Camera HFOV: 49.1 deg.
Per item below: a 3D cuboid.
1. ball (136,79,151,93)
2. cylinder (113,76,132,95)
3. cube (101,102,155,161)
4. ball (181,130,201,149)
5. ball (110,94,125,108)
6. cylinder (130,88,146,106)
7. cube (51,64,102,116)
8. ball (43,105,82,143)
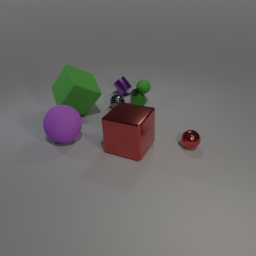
[{"bbox_3d":[0.750,-2.008,13.535,0.700,0.700,0.700,0,29,0],"label":"ball"},{"bbox_3d":[-0.278,-2.173,14.342,0.700,0.700,0.700,51,41,-1],"label":"cylinder"},{"bbox_3d":[0.056,0.075,9.827,1.400,1.400,1.400,12,33,23],"label":"cube"},{"bbox_3d":[2.250,0.407,10.045,0.700,0.700,0.700,0,29,0],"label":"ball"},{"bbox_3d":[-0.499,-1.220,13.003,0.700,0.700,0.700,0,29,0],"label":"ball"},{"bbox_3d":[0.462,-1.391,13.008,0.700,0.700,0.700,-1,34,-2],"label":"cylinder"},{"bbox_3d":[-2.220,-1.598,12.002,1.400,1.400,1.400,14,38,-42],"label":"cube"},{"bbox_3d":[-2.402,-0.149,10.313,1.400,1.400,1.400,0,29,0],"label":"ball"}]
